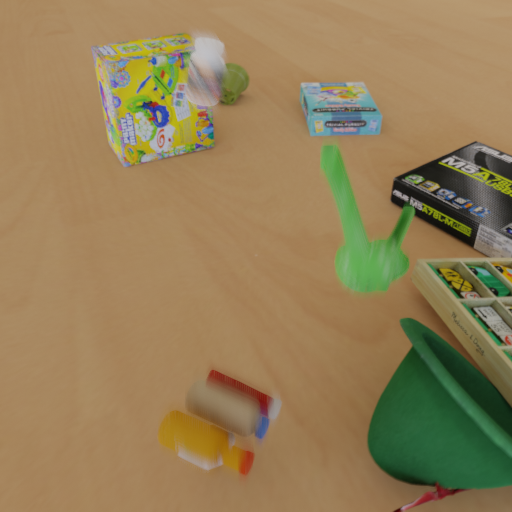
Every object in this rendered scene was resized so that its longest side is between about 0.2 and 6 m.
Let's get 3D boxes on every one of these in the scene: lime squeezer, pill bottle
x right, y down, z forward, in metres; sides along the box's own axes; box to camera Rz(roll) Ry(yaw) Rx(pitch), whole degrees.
[{"bbox_3d":[1.319,-0.191,6.470,0.666,1.248,3.533,-16,-11,25],"label":"lime squeezer"},{"bbox_3d":[-0.678,-2.469,7.536,0.461,0.791,0.461,8,34,-6],"label":"pill bottle"}]

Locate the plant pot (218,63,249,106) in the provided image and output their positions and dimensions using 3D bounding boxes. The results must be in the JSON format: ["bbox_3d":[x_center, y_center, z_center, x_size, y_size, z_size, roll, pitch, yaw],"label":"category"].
[{"bbox_3d":[-0.674,-4.174,13.898,0.869,0.869,0.825,7,50,9],"label":"plant pot"}]

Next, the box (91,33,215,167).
[{"bbox_3d":[-2.037,-3.182,11.370,2.014,2.091,1.276,-17,40,-21],"label":"box"}]

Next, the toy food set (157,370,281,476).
[{"bbox_3d":[-0.212,1.594,5.112,0.764,1.698,0.810,20,69,16],"label":"toy food set"}]

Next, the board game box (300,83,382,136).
[{"bbox_3d":[1.924,-3.476,13.120,1.563,0.486,2.070,-2,37,-3],"label":"board game box"}]

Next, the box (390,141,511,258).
[{"bbox_3d":[4.097,-1.020,9.733,2.458,0.605,2.545,-26,44,-27],"label":"box"}]

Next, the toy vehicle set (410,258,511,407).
[{"bbox_3d":[3.347,0.940,7.063,1.677,0.358,2.700,-1,35,-19],"label":"toy vehicle set"}]

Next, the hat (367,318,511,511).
[{"bbox_3d":[1.446,2.139,5.711,2.627,2.313,2.176,33,16,-35],"label":"hat"}]
